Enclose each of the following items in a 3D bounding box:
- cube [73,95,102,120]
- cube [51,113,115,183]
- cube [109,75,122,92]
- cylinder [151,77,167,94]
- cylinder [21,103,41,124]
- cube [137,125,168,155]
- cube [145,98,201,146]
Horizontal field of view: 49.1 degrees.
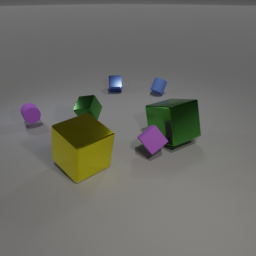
[{"bbox_3d":[-1.483,-0.725,10.414,0.700,0.700,0.700,-3,52,25],"label":"cube"},{"bbox_3d":[-1.447,0.587,8.870,1.400,1.400,1.400,-24,47,-38],"label":"cube"},{"bbox_3d":[-0.691,-2.425,15.419,0.700,0.700,0.700,-3,-17,-2],"label":"cube"},{"bbox_3d":[1.658,-2.268,15.080,0.700,0.700,0.700,21,-1,0],"label":"cylinder"},{"bbox_3d":[-4.052,-0.623,11.660,0.700,0.700,0.700,-14,27,-25],"label":"cylinder"},{"bbox_3d":[0.825,0.385,9.532,0.700,0.700,0.700,-39,5,-2],"label":"cube"},{"bbox_3d":[1.672,-0.268,10.415,1.400,1.400,1.400,-17,16,-32],"label":"cube"}]
